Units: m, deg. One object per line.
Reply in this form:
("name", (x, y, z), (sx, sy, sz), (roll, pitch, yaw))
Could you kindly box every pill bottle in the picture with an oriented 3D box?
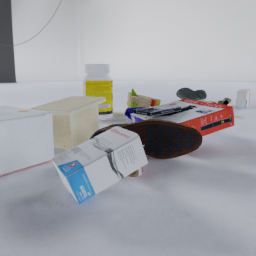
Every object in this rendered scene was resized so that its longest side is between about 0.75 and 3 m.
("pill bottle", (-1.333, -1.648, 12.413), (1.327, 2.321, 1.327), (0, 12, 0))

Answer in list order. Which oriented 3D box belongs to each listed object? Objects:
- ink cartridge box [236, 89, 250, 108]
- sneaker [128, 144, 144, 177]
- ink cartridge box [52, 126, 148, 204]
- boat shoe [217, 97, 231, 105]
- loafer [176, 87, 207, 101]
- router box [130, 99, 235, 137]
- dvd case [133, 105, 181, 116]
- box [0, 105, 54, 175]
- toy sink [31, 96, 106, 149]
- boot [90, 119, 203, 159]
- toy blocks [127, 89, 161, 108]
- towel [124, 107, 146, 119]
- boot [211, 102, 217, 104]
("ink cartridge box", (6.627, -1.717, 16.067), (0.547, 0.945, 1.626), (7, 14, 29))
("sneaker", (0.182, 0.667, 6.015), (0.737, 0.467, 1.311), (-9, 13, -23))
("ink cartridge box", (-0.512, 0.589, 5.028), (1.407, 0.589, 1.021), (-28, 21, -20))
("boat shoe", (5.602, -1.466, 16.122), (1.294, 0.465, 0.385), (-15, 22, -38))
("loafer", (4.109, -2.108, 18.628), (2.583, 0.928, 0.813), (-1, -12, -33))
("router box", (1.621, -0.267, 8.961), (2.286, 0.622, 2.548), (-17, 17, -19))
("dvd case", (0.911, -0.558, 8.731), (1.214, 0.150, 0.912), (-11, 14, -32))
("box", (-3.063, 0.189, 6.556), (2.181, 1.160, 1.661), (10, 15, 39))
("toy sink", (-1.688, -0.218, 8.533), (1.359, 1.168, 2.084), (5, 18, 22))
("boot", (0.447, 0.151, 7.176), (2.705, 1.010, 1.311), (-1, 14, 5))
("toy blocks", (0.865, -1.168, 13.624), (1.649, 1.206, 2.413), (10, 12, -7))
("towel", (1.246, -0.475, 11.162), (2.386, 0.591, 1.762), (-3, 12, -24))
("boot", (3.947, -0.858, 13.386), (1.061, 0.524, 1.367), (-17, 21, -31))
